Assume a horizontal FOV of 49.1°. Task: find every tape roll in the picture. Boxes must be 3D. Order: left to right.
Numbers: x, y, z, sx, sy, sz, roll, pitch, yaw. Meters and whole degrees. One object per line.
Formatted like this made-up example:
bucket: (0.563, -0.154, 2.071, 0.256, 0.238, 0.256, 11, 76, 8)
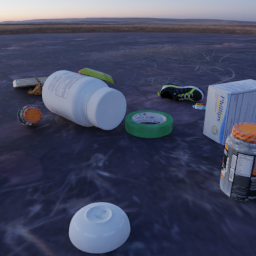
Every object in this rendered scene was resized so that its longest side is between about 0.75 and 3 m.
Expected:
tape roll: (0.696, -0.159, 9.338, 1.579, 0.379, 1.579, 1, 24, 0)

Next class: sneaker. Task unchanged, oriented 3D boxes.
sneaker: (2.250, -1.363, 12.038, 1.985, 0.712, 0.822, 12, 47, 30)

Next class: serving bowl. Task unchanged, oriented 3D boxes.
serving bowl: (-0.510, 1.692, 5.054, 1.112, 0.366, 1.112, 1, 23, 0)

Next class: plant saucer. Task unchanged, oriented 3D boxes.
plant saucer: (-1.062, -1.853, 9.823, 1.008, 0.242, 1.010, 19, 6, 13)

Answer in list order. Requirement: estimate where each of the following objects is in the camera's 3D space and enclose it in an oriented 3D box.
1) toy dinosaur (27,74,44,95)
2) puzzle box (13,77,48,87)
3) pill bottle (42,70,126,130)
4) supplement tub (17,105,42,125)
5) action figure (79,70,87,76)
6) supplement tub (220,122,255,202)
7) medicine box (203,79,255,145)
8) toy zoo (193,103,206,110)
toy dinosaur: (-3.888, -1.750, 12.484, 1.142, 0.650, 2.151, -9, -6, -35)
puzzle box: (-4.663, -2.207, 13.480, 1.564, 0.299, 2.350, -11, 11, -24)
pill bottle: (-1.503, -0.954, 9.580, 1.657, 1.657, 2.898, -21, 31, -40)
supplement tub: (-3.237, -0.417, 9.237, 0.661, 0.661, 1.079, -13, 8, -28)
action figure: (-2.039, -2.593, 14.887, 0.608, 0.922, 1.864, 9, 3, 28)
supplement tub: (2.495, 0.701, 5.917, 0.919, 1.500, 0.919, 0, 23, 0)
medicine box: (3.360, -0.528, 8.606, 1.792, 1.632, 0.922, -11, 25, -23)
toy zoo: (3.034, -0.866, 11.355, 0.793, 0.081, 0.520, 6, 24, 13)
